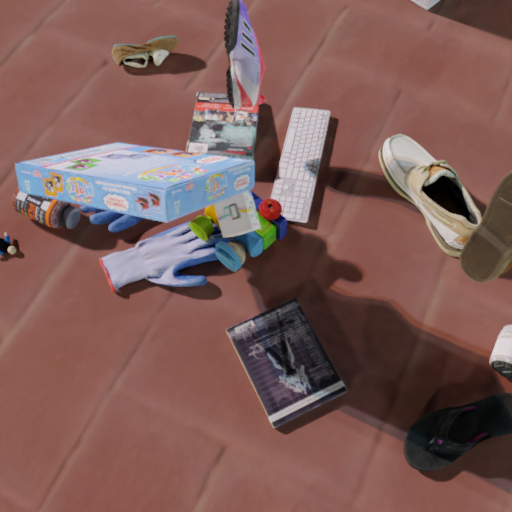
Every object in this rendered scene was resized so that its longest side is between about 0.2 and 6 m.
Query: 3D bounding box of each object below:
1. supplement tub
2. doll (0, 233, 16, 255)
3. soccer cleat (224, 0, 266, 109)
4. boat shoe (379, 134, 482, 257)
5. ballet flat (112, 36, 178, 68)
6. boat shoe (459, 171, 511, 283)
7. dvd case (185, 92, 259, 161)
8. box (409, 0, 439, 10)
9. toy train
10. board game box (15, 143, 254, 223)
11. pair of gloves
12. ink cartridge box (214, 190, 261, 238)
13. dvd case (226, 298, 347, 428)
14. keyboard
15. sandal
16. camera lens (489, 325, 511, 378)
[{"bbox_3d":[-4.488,-1.038,12.043,1.345,0.720,0.720,22,65,11],"label":"supplement tub"},{"bbox_3d":[-5.481,-0.262,11.928,0.829,0.201,0.566,22,66,12],"label":"doll"},{"bbox_3d":[-0.204,-4.159,11.591,0.828,2.264,0.772,-8,39,-9],"label":"soccer cleat"},{"bbox_3d":[3.831,-1.554,12.090,1.192,1.091,3.189,-26,65,-13],"label":"boat shoe"},{"bbox_3d":[-2.802,-5.151,14.317,1.733,0.588,0.627,-10,83,-5],"label":"ballet flat"},{"bbox_3d":[4.096,-0.662,8.525,0.911,2.679,0.964,-21,65,-28],"label":"boat shoe"},{"bbox_3d":[-0.752,-3.071,13.220,1.565,0.236,2.143,3,54,2],"label":"dvd case"},{"bbox_3d":[5.033,-8.000,15.074,0.955,1.743,1.975,41,69,20],"label":"box"},{"bbox_3d":[-0.808,-0.973,11.752,2.719,1.151,1.573,40,69,18],"label":"toy train"},{"bbox_3d":[-1.963,-1.331,9.322,3.129,0.573,2.367,12,24,29],"label":"board game box"},{"bbox_3d":[-2.175,-0.717,12.063,2.817,0.399,3.503,-20,64,-10],"label":"pair of gloves"},{"bbox_3d":[-0.361,-0.806,10.322,0.600,0.603,0.822,-15,90,16],"label":"ink cartridge box"},{"bbox_3d":[0.557,2.005,10.768,1.558,0.167,2.095,-24,65,-12],"label":"dvd case"},{"bbox_3d":[1.008,-2.171,12.938,0.909,0.172,3.229,11,63,6],"label":"keyboard"},{"bbox_3d":[3.729,3.035,9.995,2.443,0.585,0.918,-21,64,-10],"label":"sandal"},{"bbox_3d":[4.854,1.826,10.566,0.682,0.682,0.853,26,66,13],"label":"camera lens"}]
